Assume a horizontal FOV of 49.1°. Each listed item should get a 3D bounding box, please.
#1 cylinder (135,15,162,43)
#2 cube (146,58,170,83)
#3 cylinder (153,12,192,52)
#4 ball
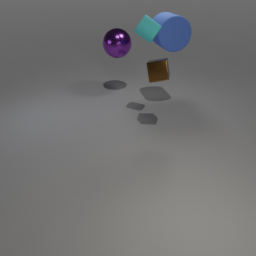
[{"bbox_3d":[0.710,-3.495,9.904,0.700,0.700,0.700,35,32,-5],"label":"cylinder"},{"bbox_3d":[1.086,-2.057,9.939,0.700,0.700,0.700,-6,19,14],"label":"cube"},{"bbox_3d":[1.732,-4.030,11.712,1.400,1.400,1.400,-6,29,-11],"label":"cylinder"},{"bbox_3d":[-0.527,-4.122,13.634,1.400,1.400,1.400,0,29,0],"label":"ball"}]
